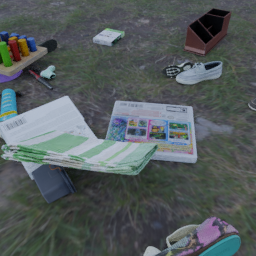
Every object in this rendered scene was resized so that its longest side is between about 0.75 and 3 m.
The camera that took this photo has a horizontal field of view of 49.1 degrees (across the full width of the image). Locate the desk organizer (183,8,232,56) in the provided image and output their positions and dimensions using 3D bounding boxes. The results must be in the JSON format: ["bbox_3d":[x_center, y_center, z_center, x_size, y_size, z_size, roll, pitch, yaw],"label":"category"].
[{"bbox_3d":[3.753,-4.540,13.052,1.065,1.144,2.970,24,46,25],"label":"desk organizer"}]

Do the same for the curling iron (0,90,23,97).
[{"bbox_3d":[-4.256,-1.219,9.870,1.102,0.273,0.141,-1,37,-1],"label":"curling iron"}]

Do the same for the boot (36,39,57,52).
[{"bbox_3d":[-4.030,-3.675,12.584,1.001,0.519,1.532,21,43,31],"label":"boot"}]

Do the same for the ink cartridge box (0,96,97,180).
[{"bbox_3d":[-2.211,0.251,8.038,2.213,0.482,1.921,-28,72,-29],"label":"ink cartridge box"}]

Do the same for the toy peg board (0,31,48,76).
[{"bbox_3d":[-4.709,-3.166,10.799,2.175,1.064,2.166,18,44,19],"label":"toy peg board"}]

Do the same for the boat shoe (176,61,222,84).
[{"bbox_3d":[2.730,-2.191,10.682,1.929,0.687,0.673,-14,43,-15],"label":"boat shoe"}]

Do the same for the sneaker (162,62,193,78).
[{"bbox_3d":[1.904,-2.305,11.119,1.304,0.501,0.578,-12,16,-14],"label":"sneaker"}]

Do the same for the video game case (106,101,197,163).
[{"bbox_3d":[0.702,0.024,8.426,2.550,0.302,2.321,5,41,4],"label":"video game case"}]

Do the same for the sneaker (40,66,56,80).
[{"bbox_3d":[-2.980,-2.143,10.961,0.489,0.305,0.829,23,40,9],"label":"sneaker"}]

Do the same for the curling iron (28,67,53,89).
[{"bbox_3d":[-3.328,-1.943,10.751,0.437,0.225,1.765,-26,47,-28],"label":"curling iron"}]

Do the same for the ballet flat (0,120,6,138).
[{"bbox_3d":[-3.894,0.056,8.312,1.441,0.489,0.521,-1,61,0],"label":"ballet flat"}]

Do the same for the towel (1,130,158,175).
[{"bbox_3d":[-0.962,0.467,6.493,2.993,0.350,2.283,5,9,15],"label":"towel"}]

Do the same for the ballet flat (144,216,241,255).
[{"bbox_3d":[0.929,2.460,5.273,2.693,0.931,0.958,-19,26,-28],"label":"ballet flat"}]

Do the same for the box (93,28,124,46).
[{"bbox_3d":[-0.915,-4.431,13.629,1.011,0.255,1.401,18,45,20],"label":"box"}]

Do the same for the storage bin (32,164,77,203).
[{"bbox_3d":[-1.831,1.234,6.749,0.709,0.768,1.055,-31,49,-18],"label":"storage bin"}]

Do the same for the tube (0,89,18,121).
[{"bbox_3d":[-3.897,-0.631,9.155,0.631,0.411,1.629,-22,49,0],"label":"tube"}]

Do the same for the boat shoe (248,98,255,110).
[{"bbox_3d":[5.140,-0.920,9.267,2.142,0.611,0.716,3,41,3],"label":"boat shoe"}]

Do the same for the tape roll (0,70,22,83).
[{"bbox_3d":[-4.986,-2.366,11.050,1.460,0.479,1.460,0,41,0],"label":"tape roll"}]
